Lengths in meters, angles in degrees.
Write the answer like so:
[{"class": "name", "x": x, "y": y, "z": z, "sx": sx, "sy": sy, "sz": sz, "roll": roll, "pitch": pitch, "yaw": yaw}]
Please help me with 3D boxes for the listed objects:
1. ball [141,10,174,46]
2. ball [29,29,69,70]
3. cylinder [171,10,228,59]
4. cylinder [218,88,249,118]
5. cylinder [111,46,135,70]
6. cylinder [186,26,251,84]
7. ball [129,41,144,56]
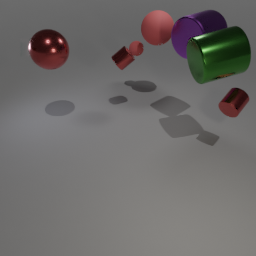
[{"class": "ball", "x": 1.252, "y": -4.223, "z": 11.860, "sx": 1.400, "sy": 1.400, "sz": 1.400, "roll": 0, "pitch": 33, "yaw": 0}, {"class": "ball", "x": -2.804, "y": -2.788, "z": 9.986, "sx": 1.400, "sy": 1.400, "sz": 1.400, "roll": 0, "pitch": 33, "yaw": 0}, {"class": "cylinder", "x": 2.451, "y": -3.226, "z": 9.650, "sx": 1.400, "sy": 1.400, "sz": 1.400, "roll": -28, "pitch": 42, "yaw": -34}, {"class": "cylinder", "x": 3.394, "y": -0.814, "z": 8.988, "sx": 0.700, "sy": 0.700, "sz": 0.700, "roll": 30, "pitch": 69, "yaw": 38}, {"class": "cylinder", "x": -0.191, "y": -2.828, "z": 11.336, "sx": 0.700, "sy": 0.700, "sz": 0.700, "roll": -37, "pitch": 30, "yaw": 16}, {"class": "cylinder", "x": 2.646, "y": -2.155, "z": 8.337, "sx": 1.400, "sy": 1.400, "sz": 1.400, "roll": -16, "pitch": 34, "yaw": -3}, {"class": "ball", "x": 0.399, "y": -3.772, "z": 13.294, "sx": 0.700, "sy": 0.700, "sz": 0.700, "roll": 0, "pitch": 33, "yaw": 0}]
